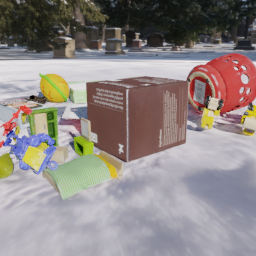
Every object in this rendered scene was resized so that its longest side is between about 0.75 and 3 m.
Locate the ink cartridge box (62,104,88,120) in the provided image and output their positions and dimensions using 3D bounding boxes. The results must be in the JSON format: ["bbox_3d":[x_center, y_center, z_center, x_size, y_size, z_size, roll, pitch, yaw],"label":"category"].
[{"bbox_3d":[-0.959,-0.323,7.986,1.642,0.417,1.864,-1,16,-7],"label":"ink cartridge box"}]

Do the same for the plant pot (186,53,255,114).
[{"bbox_3d":[2.955,-1.336,9.013,1.677,1.842,1.842,-20,24,-26],"label":"plant pot"}]

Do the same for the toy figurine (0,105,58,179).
[{"bbox_3d":[-1.581,0.525,4.356,0.925,1.544,0.814,30,25,-7],"label":"toy figurine"}]

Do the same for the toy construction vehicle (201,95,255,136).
[{"bbox_3d":[2.883,-0.252,7.598,1.752,0.709,2.013,16,23,14],"label":"toy construction vehicle"}]

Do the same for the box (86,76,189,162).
[{"bbox_3d":[0.218,-0.313,6.162,1.763,1.448,1.463,-13,21,-38],"label":"box"}]

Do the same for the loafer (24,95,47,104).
[{"bbox_3d":[-3.478,-1.056,10.512,0.412,0.402,1.128,6,18,21],"label":"loafer"}]

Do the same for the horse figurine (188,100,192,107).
[{"bbox_3d":[1.965,-0.889,9.724,0.929,0.232,0.616,-10,50,-11],"label":"horse figurine"}]

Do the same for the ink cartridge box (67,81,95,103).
[{"bbox_3d":[-1.605,-1.589,11.994,1.782,0.587,2.449,-5,16,-18],"label":"ink cartridge box"}]

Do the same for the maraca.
[{"bbox_3d":[-2.972,-1.628,11.103,1.022,1.310,1.911,-42,36,-12],"label":"maraca"}]

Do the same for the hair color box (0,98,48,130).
[{"bbox_3d":[-3.151,-0.464,8.238,0.882,0.540,1.781,-18,25,-42],"label":"hair color box"}]

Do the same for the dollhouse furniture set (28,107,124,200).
[{"bbox_3d":[-1.113,0.269,5.148,1.174,0.907,2.349,-11,20,-33],"label":"dollhouse furniture set"}]
